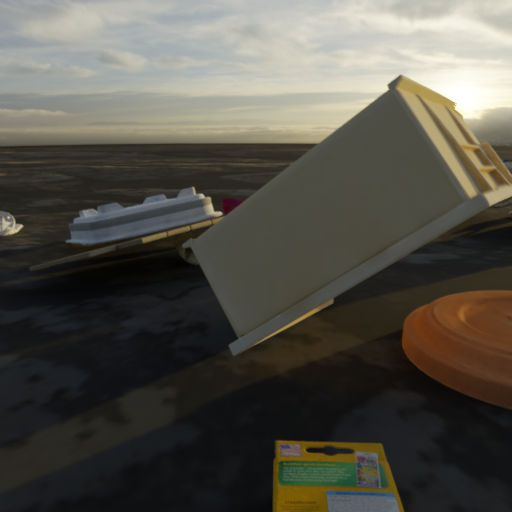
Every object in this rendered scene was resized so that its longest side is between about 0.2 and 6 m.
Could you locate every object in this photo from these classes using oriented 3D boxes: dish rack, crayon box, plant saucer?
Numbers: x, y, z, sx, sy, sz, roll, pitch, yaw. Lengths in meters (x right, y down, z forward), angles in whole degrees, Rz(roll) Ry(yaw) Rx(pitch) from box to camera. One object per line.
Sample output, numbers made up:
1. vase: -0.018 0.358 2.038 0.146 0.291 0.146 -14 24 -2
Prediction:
1. dish rack: -2.028 -0.687 9.526 2.241 0.568 2.611 -16 9 -26
2. crayon box: 0.425 1.400 2.956 0.677 0.278 1.077 1 15 2
3. plant saucer: 2.626 0.775 5.256 2.423 0.391 2.423 1 15 0

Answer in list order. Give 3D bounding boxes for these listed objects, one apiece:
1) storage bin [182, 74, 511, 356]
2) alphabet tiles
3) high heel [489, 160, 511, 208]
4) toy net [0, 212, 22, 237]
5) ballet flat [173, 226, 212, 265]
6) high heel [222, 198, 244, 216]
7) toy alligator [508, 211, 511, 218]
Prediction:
1. storage bin: 1.015 -0.363 5.465 2.473 1.159 2.455 -36 -11 30
2. alphabet tiles: -1.722 -0.200 8.022 2.215 0.084 2.662 -11 6 37
3. high heel: 5.395 -1.636 12.425 2.029 1.016 2.847 -19 0 -39
4. toy net: -5.123 -0.504 10.197 1.279 0.471 2.438 6 15 22
5. ballet flat: -0.855 -0.123 8.396 0.536 0.536 1.544 -11 -3 -37
6. high heel: 0.155 -0.983 10.764 1.633 0.785 0.551 -21 -8 -32
7. toy alligator: 5.697 -0.927 11.204 0.870 0.796 2.934 1 14 5
